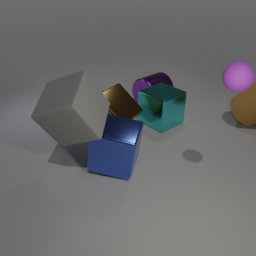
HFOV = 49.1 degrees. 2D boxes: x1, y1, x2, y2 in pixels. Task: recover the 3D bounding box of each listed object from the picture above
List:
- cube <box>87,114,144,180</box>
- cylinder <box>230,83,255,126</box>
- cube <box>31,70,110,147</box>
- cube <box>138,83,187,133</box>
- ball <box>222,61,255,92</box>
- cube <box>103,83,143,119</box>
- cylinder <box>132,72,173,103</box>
[{"bbox_3d":[-0.385,0.560,8.875,1.400,1.400,1.400,13,32,7],"label":"cube"},{"bbox_3d":[5.054,-0.969,11.038,1.400,1.400,1.400,14,58,-25],"label":"cylinder"},{"bbox_3d":[-1.531,-0.514,7.844,1.400,1.400,1.400,-11,47,25],"label":"cube"},{"bbox_3d":[1.377,-0.874,11.485,1.400,1.400,1.400,-24,38,-35],"label":"cube"},{"bbox_3d":[2.542,-1.177,6.465,0.700,0.700,0.700,0,30,0],"label":"ball"},{"bbox_3d":[-0.596,-0.544,10.391,1.400,1.400,1.400,48,43,3],"label":"cube"},{"bbox_3d":[1.150,-1.754,12.980,1.400,1.400,1.400,-26,39,-36],"label":"cylinder"}]
